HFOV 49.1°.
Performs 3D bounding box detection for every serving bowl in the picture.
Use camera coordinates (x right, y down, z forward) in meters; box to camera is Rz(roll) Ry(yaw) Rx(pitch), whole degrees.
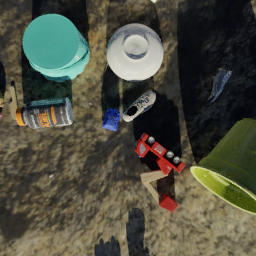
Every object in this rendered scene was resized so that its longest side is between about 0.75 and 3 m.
[{"bbox_3d":[0.270,-2.828,10.225,2.145,0.705,2.145,0,88,-1],"label":"serving bowl"}]

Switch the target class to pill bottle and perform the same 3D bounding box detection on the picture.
[{"bbox_3d":[-2.993,-0.512,10.024,1.857,0.987,0.987,-7,88,0],"label":"pill bottle"}]

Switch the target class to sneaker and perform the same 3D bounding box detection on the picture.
[{"bbox_3d":[0.447,-0.780,10.217,1.477,0.606,0.552,-44,88,-2],"label":"sneaker"},{"bbox_3d":[3.233,-1.504,10.323,0.608,0.567,1.534,28,82,10],"label":"sneaker"}]

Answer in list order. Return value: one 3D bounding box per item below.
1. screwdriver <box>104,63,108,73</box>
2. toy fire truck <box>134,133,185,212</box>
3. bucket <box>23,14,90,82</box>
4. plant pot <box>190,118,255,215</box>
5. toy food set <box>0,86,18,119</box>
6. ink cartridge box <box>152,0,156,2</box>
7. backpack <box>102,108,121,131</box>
[{"bbox_3d":[-0.689,-2.617,10.557,0.162,0.169,1.164,21,98,35],"label":"screwdriver"},{"bbox_3d":[1.070,1.581,10.117,2.538,0.619,1.790,38,89,2],"label":"toy fire truck"},{"bbox_3d":[-2.520,-2.790,9.887,2.223,1.446,2.223,0,88,1],"label":"bucket"},{"bbox_3d":[3.867,1.111,9.371,2.640,2.640,2.427,36,77,1],"label":"plant pot"},{"bbox_3d":[-5.525,-0.734,10.300,2.754,0.434,1.750,-10,88,0],"label":"toy food set"},{"bbox_3d":[0.695,-6.000,9.870,2.651,1.704,1.660,36,89,2],"label":"ink cartridge box"},{"bbox_3d":[-0.561,-0.331,10.198,0.619,0.639,0.762,17,84,-7],"label":"backpack"}]
